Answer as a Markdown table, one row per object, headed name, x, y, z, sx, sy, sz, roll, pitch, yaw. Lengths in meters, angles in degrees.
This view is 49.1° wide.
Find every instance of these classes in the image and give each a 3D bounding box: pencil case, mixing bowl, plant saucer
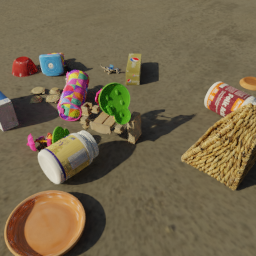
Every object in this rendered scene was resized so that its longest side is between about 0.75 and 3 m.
| name | x | y | z | sx | sy | sz | roll | pitch | yaw |
| --- | --- | --- | --- | --- | --- | --- | --- | --- | --- |
| pencil case | -2.187 | -1.363 | 11.310 | 1.056 | 1.056 | 2.390 | 0 | 43 | 0 |
| mixing bowl | -5.174 | -3.113 | 13.886 | 1.243 | 0.673 | 1.243 | 1 | 39 | -1 |
| plant saucer | -2.070 | 2.487 | 7.158 | 1.988 | 0.372 | 1.988 | -1 | 38 | 0 |
| plant saucer | 5.757 | -2.099 | 12.994 | 1.068 | 0.200 | 1.068 | 0 | 40 | 0 |

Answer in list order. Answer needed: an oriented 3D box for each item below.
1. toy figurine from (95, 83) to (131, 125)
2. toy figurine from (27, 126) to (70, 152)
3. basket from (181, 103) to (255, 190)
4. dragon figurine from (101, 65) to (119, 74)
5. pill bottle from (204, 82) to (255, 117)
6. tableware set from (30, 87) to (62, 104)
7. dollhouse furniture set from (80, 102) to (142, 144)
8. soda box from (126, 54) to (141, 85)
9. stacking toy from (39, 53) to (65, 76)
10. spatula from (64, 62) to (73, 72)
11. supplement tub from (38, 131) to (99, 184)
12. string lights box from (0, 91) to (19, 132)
| name | x | y | z | sx | sy | sz | roll | pitch | yaw |
| --- | --- | --- | --- | --- | --- | --- | --- | --- | --- |
| toy figurine | -0.583 | -0.853 | 9.501 | 1.063 | 1.417 | 1.304 | -32 | 20 | -15 |
| toy figurine | -2.777 | 0.394 | 9.516 | 1.194 | 0.974 | 1.298 | -2 | 16 | 13 |
| basket | 3.185 | 0.196 | 8.774 | 1.989 | 1.906 | 2.670 | 30 | 47 | 31 |
| dragon figurine | -0.893 | -2.955 | 13.964 | 0.530 | 0.314 | 1.067 | -29 | 48 | -31 |
| pill bottle | 4.079 | -0.844 | 10.645 | 1.185 | 1.185 | 2.075 | -27 | 46 | -30 |
| tableware set | -3.581 | -1.437 | 12.201 | 1.475 | 0.171 | 1.232 | 0 | 39 | 0 |
| dollhouse furniture set | -0.756 | -0.077 | 9.947 | 2.195 | 0.972 | 1.137 | 14 | 41 | 22 |
| soda box | 0.289 | -2.867 | 13.550 | 0.651 | 0.688 | 2.033 | 2 | 39 | 3 |
| stacking toy | -3.602 | -3.412 | 14.110 | 1.097 | 1.038 | 1.891 | -2 | 30 | 6 |
| spatula | -3.237 | -3.150 | 14.307 | 0.514 | 0.187 | 1.820 | -29 | 47 | -26 |
| supplement tub | -1.791 | 0.851 | 8.575 | 1.138 | 1.138 | 1.566 | 30 | 47 | 32 |
| string lights box | -5.109 | -0.918 | 10.770 | 0.649 | 1.132 | 2.203 | -30 | 48 | -32 |
